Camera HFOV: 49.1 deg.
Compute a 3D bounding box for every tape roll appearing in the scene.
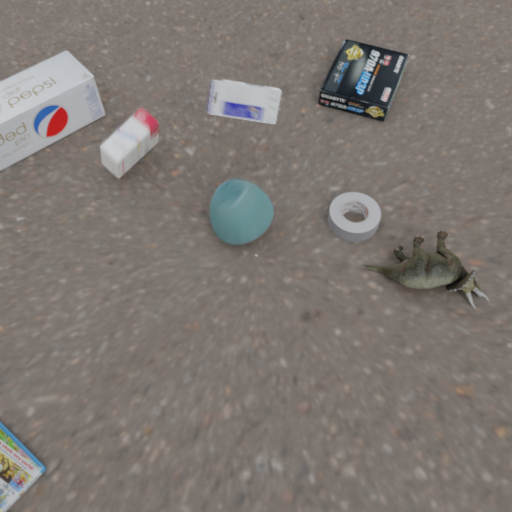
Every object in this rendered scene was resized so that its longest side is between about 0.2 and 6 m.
[{"bbox_3d":[1.941,-0.774,11.108,1.013,0.335,1.013,0,58,0],"label":"tape roll"}]

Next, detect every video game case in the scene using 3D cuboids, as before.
[{"bbox_3d":[-4.278,3.501,8.414,1.284,0.160,1.794,34,63,21],"label":"video game case"}]

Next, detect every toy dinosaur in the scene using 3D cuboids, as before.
[{"bbox_3d":[3.093,0.208,10.174,2.205,0.849,1.128,4,50,-1],"label":"toy dinosaur"}]

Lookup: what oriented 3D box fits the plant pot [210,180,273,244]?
[{"bbox_3d":[-0.374,-0.956,10.559,1.226,0.826,1.226,-10,56,15],"label":"plant pot"}]

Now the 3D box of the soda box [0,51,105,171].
[{"bbox_3d":[-5.188,-2.939,12.041,3.608,1.149,1.229,-35,63,-21],"label":"soda box"}]

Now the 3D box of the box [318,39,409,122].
[{"bbox_3d":[2.549,-4.181,13.252,1.627,0.471,2.047,19,59,12],"label":"box"}]

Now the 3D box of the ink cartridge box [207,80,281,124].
[{"bbox_3d":[-0.236,-2.898,10.502,1.323,0.658,0.259,6,24,-14],"label":"ink cartridge box"}]

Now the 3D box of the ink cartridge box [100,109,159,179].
[{"bbox_3d":[-2.580,-2.293,11.468,0.522,0.899,1.218,42,71,1],"label":"ink cartridge box"}]
